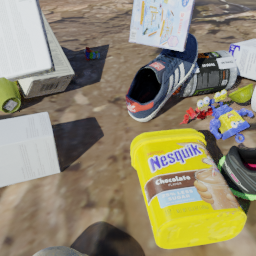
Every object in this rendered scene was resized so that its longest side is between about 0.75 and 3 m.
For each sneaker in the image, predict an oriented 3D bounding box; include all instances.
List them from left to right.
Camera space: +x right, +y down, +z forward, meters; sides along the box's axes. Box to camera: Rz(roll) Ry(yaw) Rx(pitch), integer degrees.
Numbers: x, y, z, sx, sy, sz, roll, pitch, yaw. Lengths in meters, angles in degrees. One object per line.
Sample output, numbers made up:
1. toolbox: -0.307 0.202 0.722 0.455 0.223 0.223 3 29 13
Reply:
1. sneaker: 0.926 -1.541 7.446 1.085 1.224 2.896 28 81 24
2. sneaker: 3.052 0.891 5.239 2.614 1.095 1.003 6 35 8

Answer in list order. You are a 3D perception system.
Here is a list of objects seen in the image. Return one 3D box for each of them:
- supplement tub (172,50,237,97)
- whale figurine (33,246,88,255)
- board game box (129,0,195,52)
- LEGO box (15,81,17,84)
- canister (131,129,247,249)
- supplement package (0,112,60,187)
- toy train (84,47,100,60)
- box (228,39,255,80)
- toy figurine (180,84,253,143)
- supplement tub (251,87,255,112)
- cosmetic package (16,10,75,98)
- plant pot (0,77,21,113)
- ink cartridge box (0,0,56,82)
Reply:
1. supplement tub: 2.191 -1.685 8.792 2.102 1.288 1.288 -11 36 -16
2. whale figurine: -0.646 2.234 3.717 1.615 0.838 1.285 18 6 -11
3. board game box: 0.774 -2.582 6.483 1.365 1.369 0.282 16 25 16
4. LEGO box: -4.369 -2.460 10.024 2.191 1.135 2.942 28 44 34
5. canister: 0.997 1.019 5.240 1.589 0.926 2.139 -5 36 -8
6. supplement package: -2.448 0.472 5.902 1.773 1.036 1.040 -12 36 -17
7. toy train: -1.516 -3.169 11.745 0.571 0.418 0.987 1 33 -17
8. box: 4.791 -2.345 9.749 1.827 1.042 1.987 -23 37 -38
9. toy figurine: 2.628 -0.181 7.300 2.199 1.160 1.317 -21 68 -24
10. supplement tub: 4.504 -0.587 6.848 1.706 1.706 2.353 -24 41 -30
11. cosmetic package: -3.009 -2.467 8.713 1.464 1.034 2.829 -18 74 -40
12. plant pot: -3.660 -1.011 8.150 1.147 1.147 1.226 -27 58 -33
13. ink cartridge box: -1.756 -1.324 3.786 1.216 1.401 0.305 -13 1 -3
